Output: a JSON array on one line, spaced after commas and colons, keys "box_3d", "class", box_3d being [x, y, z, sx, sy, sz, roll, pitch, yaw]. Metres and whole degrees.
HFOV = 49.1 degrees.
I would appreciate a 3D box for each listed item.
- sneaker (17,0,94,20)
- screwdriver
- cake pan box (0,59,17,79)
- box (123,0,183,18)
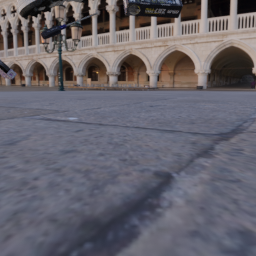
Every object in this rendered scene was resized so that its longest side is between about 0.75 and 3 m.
[{"box_3d": [-1.218, -3.118, 5.502, 0.924, 1.258, 2.780, -12, 22, 44], "class": "sneaker"}, {"box_3d": [-0.968, -1.744, 4.680, 1.078, 0.150, 0.157, -36, 57, -24], "class": "screwdriver"}, {"box_3d": [-3.791, -1.806, 8.258, 0.910, 0.238, 0.838, 15, -24, 51], "class": "cake pan box"}, {"box_3d": [0.598, -3.884, 7.869, 1.511, 1.875, 0.460, -1, -31, -12], "class": "box"}]
